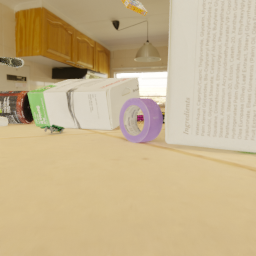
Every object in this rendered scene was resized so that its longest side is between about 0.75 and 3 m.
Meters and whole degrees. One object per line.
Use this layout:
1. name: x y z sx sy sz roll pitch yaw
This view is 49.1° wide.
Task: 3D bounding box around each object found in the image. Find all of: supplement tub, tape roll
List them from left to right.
1. supplement tub: -4.603 -0.756 10.209 2.271 1.215 1.215 1 5 9
2. tape roll: 0.238 -0.155 5.443 0.367 0.865 0.865 -5 7 -41

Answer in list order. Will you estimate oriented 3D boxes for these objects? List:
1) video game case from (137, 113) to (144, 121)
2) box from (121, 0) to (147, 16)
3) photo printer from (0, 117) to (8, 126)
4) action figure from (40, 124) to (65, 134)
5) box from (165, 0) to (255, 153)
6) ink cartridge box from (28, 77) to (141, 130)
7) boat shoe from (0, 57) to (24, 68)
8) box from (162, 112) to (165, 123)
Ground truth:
1. video game case: 0.229 -0.490 12.159 1.585 0.313 1.748 4 7 39
2. box: 0.228 -3.915 8.964 0.928 0.552 0.192 3 -41 -40
3. photo printer: -4.455 -0.206 9.078 0.880 0.306 0.733 -4 7 -41
4. action figure: -1.795 0.033 6.972 0.469 0.217 0.793 0 -2 12
5. box: 2.279 -1.119 5.092 2.431 2.838 2.824 6 8 27
6. ink cartridge box: -1.288 -0.829 8.849 2.859 1.202 2.086 3 20 27
7. boat shoe: -4.327 -2.403 10.232 0.987 0.356 0.350 3 8 -4
8. box: 1.806 -0.398 10.706 1.688 0.416 1.348 3 7 25
